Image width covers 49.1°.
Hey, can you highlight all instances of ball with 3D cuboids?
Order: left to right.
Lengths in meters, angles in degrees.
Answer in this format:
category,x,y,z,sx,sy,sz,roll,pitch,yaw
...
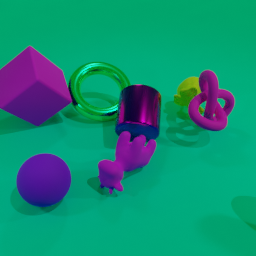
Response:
category,x,y,z,sx,sy,sz,roll,pitch,yaw
ball,-1.554,0.962,5.212,0.982,0.982,0.982,0,36,0

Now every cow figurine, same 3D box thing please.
category,x,y,z,sx,sy,sz,roll,pitch,yaw
cow figurine,-0.033,0.723,5.788,0.692,1.241,1.261,24,7,37

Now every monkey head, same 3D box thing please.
category,x,y,z,sx,sy,sz,roll,pitch,yaw
monkey head,1.838,-0.888,7.863,1.021,1.419,0.855,48,56,1

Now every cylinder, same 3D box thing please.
category,x,y,z,sx,sy,sz,roll,pitch,yaw
cylinder,0.260,-0.331,6.747,1.051,1.051,1.051,4,62,5

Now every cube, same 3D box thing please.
category,x,y,z,sx,sy,sz,roll,pitch,yaw
cube,-2.402,-1.025,7.148,1.240,1.240,1.240,-33,57,15

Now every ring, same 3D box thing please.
category,x,y,z,sx,sy,sz,roll,pitch,yaw
ring,-0.772,-1.059,7.903,1.851,0.370,1.851,5,67,-12

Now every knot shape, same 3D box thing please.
category,x,y,z,sx,sy,sz,roll,pitch,yaw
knot shape,2.125,-0.551,6.919,0.714,1.446,1.545,-8,67,40
